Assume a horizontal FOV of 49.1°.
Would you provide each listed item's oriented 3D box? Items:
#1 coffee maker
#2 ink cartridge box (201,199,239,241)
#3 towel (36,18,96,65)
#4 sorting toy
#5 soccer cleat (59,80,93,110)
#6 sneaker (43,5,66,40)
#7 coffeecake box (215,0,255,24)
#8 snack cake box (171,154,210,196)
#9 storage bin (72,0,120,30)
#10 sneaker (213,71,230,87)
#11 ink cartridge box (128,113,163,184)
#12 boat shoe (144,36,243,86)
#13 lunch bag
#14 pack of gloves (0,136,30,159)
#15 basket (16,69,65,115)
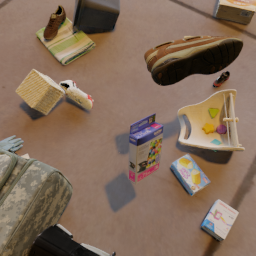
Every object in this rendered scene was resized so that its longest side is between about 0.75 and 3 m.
[{"bbox_3d":[-1.607,3.618,7.466,2.075,1.993,1.398,22,81,13],"label":"coffee maker"},{"bbox_3d":[2.865,2.859,8.738,0.722,0.423,0.999,32,66,16],"label":"ink cartridge box"},{"bbox_3d":[-2.789,-3.933,12.371,1.762,0.362,2.362,-36,67,-18],"label":"towel"},{"bbox_3d":[2.827,-0.080,9.971,2.070,1.229,2.300,0,63,9],"label":"sorting toy"},{"bbox_3d":[-1.989,-1.254,10.707,0.723,0.582,1.697,-10,50,-50],"label":"soccer cleat"},{"bbox_3d":[-3.304,-4.681,12.323,0.613,0.658,1.741,15,65,9],"label":"sneaker"},{"bbox_3d":[5.194,-6.081,13.270,1.620,0.771,2.110,15,63,8],"label":"coffeecake box"},{"bbox_3d":[2.080,1.562,9.433,0.698,0.408,1.215,-28,65,-15],"label":"snack cake box"},{"bbox_3d":[-1.335,-5.832,12.504,1.877,2.034,2.794,8,61,-18],"label":"storage bin"},{"bbox_3d":[3.790,-1.999,11.306,0.898,0.439,0.317,-37,70,-16],"label":"sneaker"},{"bbox_3d":[0.433,0.502,6.729,0.932,1.562,0.328,-25,35,-39],"label":"ink cartridge box"},{"bbox_3d":[1.645,-1.922,7.045,2.702,1.022,0.998,-17,56,-21],"label":"boat shoe"},{"bbox_3d":[-3.500,2.263,8.209,2.500,2.077,2.981,18,64,20],"label":"lunch bag"},{"bbox_3d":[-4.430,1.143,9.779,1.839,0.363,1.545,-18,62,-20],"label":"pack of gloves"},{"bbox_3d":[-3.269,-1.353,10.460,1.187,0.964,1.198,41,92,20],"label":"basket"}]
